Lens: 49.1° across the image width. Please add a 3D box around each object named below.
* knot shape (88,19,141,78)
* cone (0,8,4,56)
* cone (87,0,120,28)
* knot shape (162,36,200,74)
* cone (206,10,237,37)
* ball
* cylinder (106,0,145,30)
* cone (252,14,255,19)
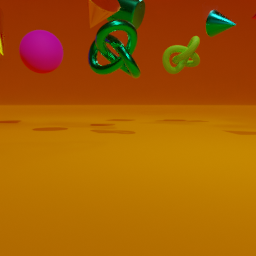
[{"bbox_3d":[-0.372,-1.688,6.317,1.320,1.411,0.652,1,39,33],"label":"knot shape"},{"bbox_3d":[-4.514,-2.981,9.232,1.609,1.615,1.609,-35,-11,-8],"label":"cone"},{"bbox_3d":[-0.892,-3.232,7.965,0.998,0.998,1.002,-4,-31,-35],"label":"cone"},{"bbox_3d":[2.010,-2.683,10.658,1.524,0.753,1.629,-23,-22,-11],"label":"knot shape"},{"bbox_3d":[3.274,-3.521,9.492,0.895,0.895,0.899,-5,20,-42],"label":"cone"},{"bbox_3d":[-2.150,-1.885,6.970,1.042,1.042,1.042,0,5,0],"label":"ball"},{"bbox_3d":[-0.082,-4.157,9.983,1.072,1.072,1.072,25,13,16],"label":"cylinder"},{"bbox_3d":[2.983,-2.432,5.789,0.952,0.952,0.956,-3,1,-31],"label":"cone"}]
